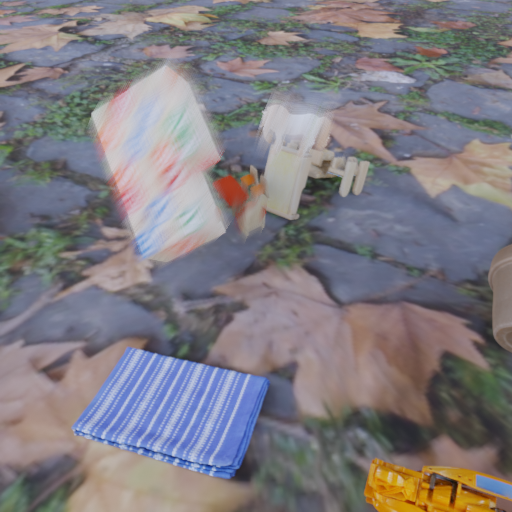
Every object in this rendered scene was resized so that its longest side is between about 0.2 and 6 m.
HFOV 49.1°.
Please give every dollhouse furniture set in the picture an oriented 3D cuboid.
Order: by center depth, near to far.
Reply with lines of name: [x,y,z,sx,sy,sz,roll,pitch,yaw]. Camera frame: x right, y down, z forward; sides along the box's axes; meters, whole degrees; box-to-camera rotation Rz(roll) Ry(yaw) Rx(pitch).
dollhouse furniture set: [-0.322,-0.979,9.562,1.227,0.632,1.214,-27,51,-16]
dollhouse furniture set: [0.941,-1.456,10.803,1.690,1.197,1.840,24,21,29]

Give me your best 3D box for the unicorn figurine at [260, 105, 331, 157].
unicorn figurine: [0.397,-1.567,6.908,1.145,0.786,0.423,-16,65,-21]

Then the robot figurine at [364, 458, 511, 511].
robot figurine: [2.093,2.732,4.588,2.637,0.768,1.912,10,60,22]

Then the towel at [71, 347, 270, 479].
towel: [-0.965,1.778,6.715,2.025,0.241,1.466,10,36,14]

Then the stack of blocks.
stack of blocks: [-1.359,-1.363,8.536,1.458,0.742,2.532,-26,76,16]

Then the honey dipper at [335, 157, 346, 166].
honey dipper: [1.309,-1.921,11.548,1.087,0.206,0.206,3,33,31]

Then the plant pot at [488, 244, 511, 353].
plant pot: [3.719,0.683,7.513,1.376,1.376,1.200,18,59,24]
